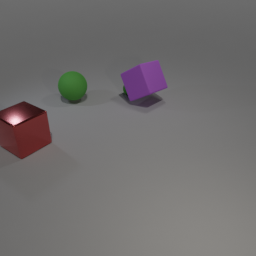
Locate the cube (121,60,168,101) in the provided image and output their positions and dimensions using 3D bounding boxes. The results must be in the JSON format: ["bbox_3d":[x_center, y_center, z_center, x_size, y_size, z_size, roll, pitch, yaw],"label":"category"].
[{"bbox_3d":[0.766,-2.243,13.320,1.400,1.400,1.400,-24,6,-43],"label":"cube"}]

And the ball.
[{"bbox_3d":[-2.678,-2.043,13.580,1.400,1.400,1.400,0,32,0],"label":"ball"}]

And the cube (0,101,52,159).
[{"bbox_3d":[-3.896,0.033,10.380,1.400,1.400,1.400,22,38,31],"label":"cube"}]

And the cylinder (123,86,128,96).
[{"bbox_3d":[0.207,-2.072,14.464,0.700,0.700,0.700,18,36,27],"label":"cylinder"}]
